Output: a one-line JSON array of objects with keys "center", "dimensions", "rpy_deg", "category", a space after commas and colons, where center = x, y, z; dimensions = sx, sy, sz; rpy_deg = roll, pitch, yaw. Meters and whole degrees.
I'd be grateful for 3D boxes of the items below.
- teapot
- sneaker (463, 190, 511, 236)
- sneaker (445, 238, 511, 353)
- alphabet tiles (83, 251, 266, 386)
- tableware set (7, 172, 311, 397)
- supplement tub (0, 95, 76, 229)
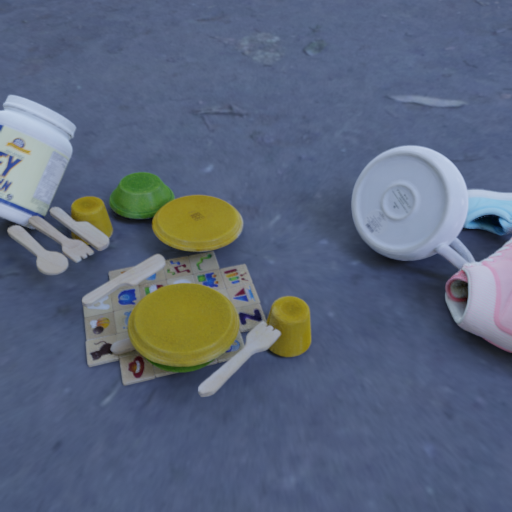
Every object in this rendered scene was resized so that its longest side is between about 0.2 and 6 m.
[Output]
[{"center": [2.432, -0.732, 8.440], "dimensions": [1.791, 1.814, 1.325], "rpy_deg": [8, 3, 38], "category": "teapot"}, {"center": [4.050, -0.584, 8.855], "dimensions": [1.741, 0.643, 0.713], "rpy_deg": [2, 58, 11], "category": "sneaker"}, {"center": [3.374, 0.192, 7.768], "dimensions": [1.273, 0.916, 2.435], "rpy_deg": [18, 51, 11], "category": "sneaker"}, {"center": [-1.154, 0.775, 7.798], "dimensions": [2.412, 0.076, 2.007], "rpy_deg": [-11, 46, -12], "category": "alphabet tiles"}, {"center": [-1.171, 0.169, 8.060], "dimensions": [4.434, 0.680, 2.987], "rpy_deg": [31, 47, 29], "category": "tableware set"}, {"center": [-3.657, -1.431, 8.685], "dimensions": [1.276, 1.276, 1.761], "rpy_deg": [20, 85, 19], "category": "supplement tub"}]
